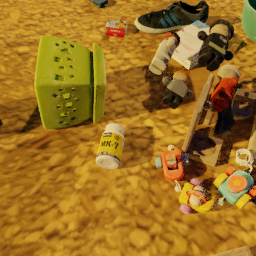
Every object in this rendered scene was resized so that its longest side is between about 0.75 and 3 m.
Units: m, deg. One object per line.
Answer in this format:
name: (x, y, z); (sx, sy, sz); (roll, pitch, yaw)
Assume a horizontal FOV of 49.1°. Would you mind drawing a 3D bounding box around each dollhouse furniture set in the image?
dollhouse furniture set: (3.126, -0.276, 7.441); (2.569, 2.093, 2.443); (20, 57, 14)

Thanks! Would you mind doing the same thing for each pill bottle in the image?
pill bottle: (-0.461, 0.494, 7.807); (0.664, 0.664, 1.162); (7, 56, 5)

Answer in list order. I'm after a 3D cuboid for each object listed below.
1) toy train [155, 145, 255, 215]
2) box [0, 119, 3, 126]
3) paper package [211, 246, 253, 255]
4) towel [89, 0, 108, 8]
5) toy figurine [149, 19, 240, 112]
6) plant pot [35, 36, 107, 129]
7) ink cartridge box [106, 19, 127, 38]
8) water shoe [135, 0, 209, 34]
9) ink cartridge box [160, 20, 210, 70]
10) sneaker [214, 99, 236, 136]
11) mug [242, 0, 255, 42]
toy train: (1.983, 1.145, 7.114); (2.569, 0.715, 1.930); (-5, 61, 9)
box: (-4.586, -0.367, 8.169); (1.229, 1.020, 1.009); (-35, 62, -21)
paper package: (1.824, 3.000, 5.655); (1.318, 1.383, 0.715); (-12, 57, -7)
towel: (-1.355, -5.606, 12.224); (0.548, 0.238, 0.982); (-39, 63, -23)
toy figurine: (1.776, -1.594, 7.351); (2.098, 2.131, 1.483); (4, 52, 35)
plant pot: (-1.603, -1.287, 8.273); (1.838, 2.026, 2.016); (-1, 55, -9)
ink cartridge box: (-0.462, -3.921, 11.019); (0.774, 0.324, 0.679); (8, 57, 5)
water shoe: (1.690, -4.454, 10.889); (2.863, 1.130, 1.024); (-5, 56, -3)
ink cartridge box: (2.221, -2.925, 10.102); (2.085, 0.707, 1.201); (-35, 63, -21)
sneaker: (2.682, -0.292, 7.588); (0.488, 0.408, 1.074); (12, 91, -5)
mug: (5.257, -3.927, 10.094); (2.254, 1.696, 2.743); (18, 69, 22)
